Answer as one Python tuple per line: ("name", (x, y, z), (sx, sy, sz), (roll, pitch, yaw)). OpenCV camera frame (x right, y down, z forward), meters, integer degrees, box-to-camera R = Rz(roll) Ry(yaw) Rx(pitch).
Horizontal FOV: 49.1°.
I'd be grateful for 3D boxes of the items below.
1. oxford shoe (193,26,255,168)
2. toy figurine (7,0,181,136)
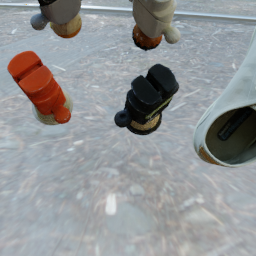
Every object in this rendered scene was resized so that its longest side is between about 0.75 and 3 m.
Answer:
("oxford shoe", (1.468, -0.511, 2.714), (0.889, 2.364, 0.683), (32, 18, 0))
("toy figurine", (-0.463, -1.289, 4.983), (2.750, 1.913, 2.707), (4, 75, -1))
